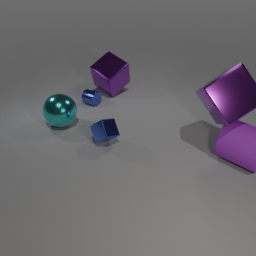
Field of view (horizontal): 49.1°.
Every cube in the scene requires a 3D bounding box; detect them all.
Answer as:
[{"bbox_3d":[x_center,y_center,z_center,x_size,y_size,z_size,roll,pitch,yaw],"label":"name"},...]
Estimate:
[{"bbox_3d":[3.263,-1.047,9.084,1.400,1.400,1.400,-34,1,5],"label":"cube"},{"bbox_3d":[-0.879,-2.725,14.254,1.400,1.400,1.400,36,69,21],"label":"cube"},{"bbox_3d":[-0.862,0.103,10.468,0.700,0.700,0.700,-27,-12,40],"label":"cube"}]

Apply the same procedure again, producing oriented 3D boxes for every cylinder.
[{"bbox_3d":[3.892,0.558,9.403,1.400,1.400,1.400,-26,40,-37],"label":"cylinder"},{"bbox_3d":[-1.758,-1.478,13.556,0.700,0.700,0.700,17,35,26],"label":"cylinder"}]

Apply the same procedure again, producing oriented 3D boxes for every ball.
[{"bbox_3d":[-2.810,-0.720,11.579,1.400,1.400,1.400,0,31,0],"label":"ball"}]
